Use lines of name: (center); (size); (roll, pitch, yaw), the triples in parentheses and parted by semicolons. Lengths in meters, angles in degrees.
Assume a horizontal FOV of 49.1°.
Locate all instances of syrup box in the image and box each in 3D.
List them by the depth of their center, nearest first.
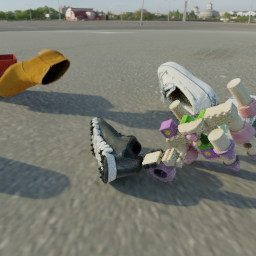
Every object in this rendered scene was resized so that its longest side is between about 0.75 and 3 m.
syrup box: (2.837, -0.331, 7.239); (0.711, 0.687, 1.745); (15, 28, 31)

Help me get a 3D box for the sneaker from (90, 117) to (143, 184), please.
sneaker: (-0.244, 0.364, 5.682); (0.939, 0.689, 2.075); (-3, 26, -15)

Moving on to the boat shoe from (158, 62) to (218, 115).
boat shoe: (1.400, -1.126, 8.477); (1.126, 0.975, 2.640); (-28, 44, -11)

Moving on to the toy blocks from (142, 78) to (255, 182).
toy blocks: (1.544, 0.385, 5.117); (1.694, 1.525, 1.812); (-18, 32, 44)

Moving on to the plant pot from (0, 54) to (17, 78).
plant pot: (-4.763, -1.887, 10.142); (1.489, 1.312, 1.487); (-11, 25, -22)

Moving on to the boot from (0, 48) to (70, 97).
boot: (-2.899, -1.549, 8.480); (2.302, 0.810, 1.648); (-42, 41, -7)
